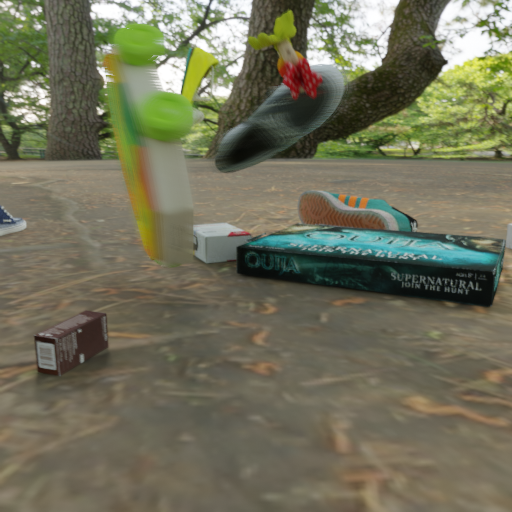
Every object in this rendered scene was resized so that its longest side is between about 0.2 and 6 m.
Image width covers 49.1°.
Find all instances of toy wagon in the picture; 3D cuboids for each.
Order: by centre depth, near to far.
[{"bbox_3d":[-1.682,-1.822,8.457,0.798,3.130,4.034,-13,60,-16],"label":"toy wagon"}]

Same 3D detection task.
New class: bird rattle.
[{"bbox_3d":[0.553,-2.828,8.177,0.739,1.312,1.070,-36,-10,9],"label":"bird rattle"}]

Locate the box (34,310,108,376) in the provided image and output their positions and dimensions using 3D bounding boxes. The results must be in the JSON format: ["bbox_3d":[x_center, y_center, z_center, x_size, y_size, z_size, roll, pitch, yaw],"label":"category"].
[{"bbox_3d":[-2.007,0.942,6.153,0.325,0.435,0.868,4,14,19],"label":"box"}]

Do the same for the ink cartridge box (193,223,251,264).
[{"bbox_3d":[-0.780,-0.277,11.304,0.959,0.545,1.315,-5,14,-23],"label":"ink cartridge box"}]

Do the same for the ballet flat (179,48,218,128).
[{"bbox_3d":[-1.607,-3.798,13.757,0.886,2.644,0.883,19,-2,-9],"label":"ballet flat"}]

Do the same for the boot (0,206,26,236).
[{"bbox_3d":[-6.252,-0.944,13.834,0.597,0.741,1.641,1,13,6],"label":"boot"}]

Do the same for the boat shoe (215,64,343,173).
[{"bbox_3d":[0.406,-2.389,10.553,2.948,1.063,1.045,-33,23,34],"label":"boat shoe"}]

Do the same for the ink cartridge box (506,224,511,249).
[{"bbox_3d":[6.102,-0.372,11.719,1.300,0.548,0.949,-2,13,-10],"label":"ink cartridge box"}]

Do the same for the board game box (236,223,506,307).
[{"bbox_3d":[2.119,0.000,9.991,4.160,0.586,2.814,6,14,25],"label":"board game box"}]

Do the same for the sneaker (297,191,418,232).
[{"bbox_3d":[2.250,-0.824,12.785,1.235,1.103,3.092,-7,21,-36],"label":"sneaker"}]
